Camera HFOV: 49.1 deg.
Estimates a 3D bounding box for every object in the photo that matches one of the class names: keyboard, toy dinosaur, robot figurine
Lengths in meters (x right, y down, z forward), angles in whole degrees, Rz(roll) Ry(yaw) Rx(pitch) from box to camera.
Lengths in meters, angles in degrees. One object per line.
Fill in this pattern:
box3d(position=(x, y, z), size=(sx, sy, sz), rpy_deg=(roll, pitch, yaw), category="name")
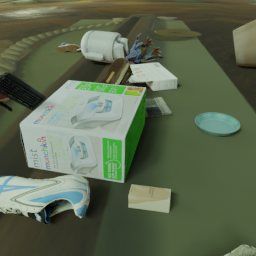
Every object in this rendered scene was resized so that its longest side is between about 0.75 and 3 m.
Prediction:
box3d(position=(-2.320, -0.625, 5.719), size=(0.794, 1.250, 0.129), rpy_deg=(-34, 64, 8), category="keyboard")
box3d(position=(0.496, -3.246, 12.990), size=(2.300, 1.331, 2.534), rpy_deg=(-36, 3, -25), category="toy dinosaur")
box3d(position=(-1.157, -3.766, 12.985), size=(2.414, 1.363, 2.047), rpy_deg=(12, 46, 20), category="robot figurine")

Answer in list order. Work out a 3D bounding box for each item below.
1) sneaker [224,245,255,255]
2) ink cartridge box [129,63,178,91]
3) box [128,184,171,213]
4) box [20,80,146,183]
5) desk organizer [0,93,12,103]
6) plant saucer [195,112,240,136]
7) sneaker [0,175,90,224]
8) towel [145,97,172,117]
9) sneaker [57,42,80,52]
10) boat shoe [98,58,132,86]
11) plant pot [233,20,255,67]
box3d(position=(0.492, 2.043, 3.007), size=(2.765, 1.225, 1.063), rpy_deg=(-19, 35, -29), category="sneaker")
box3d(position=(0.696, -1.988, 10.832), size=(1.794, 0.450, 2.067), rpy_deg=(-8, 31, -12), category="ink cartridge box")
box3d(position=(0.407, 1.311, 5.222), size=(0.762, 0.296, 0.362), rpy_deg=(4, 30, 8), category="box")
box3d(position=(-0.862, -0.064, 6.731), size=(2.234, 1.224, 2.532), rpy_deg=(8, 32, 11), category="box")
box3d(position=(-4.663, -1.429, 9.619), size=(1.748, 0.673, 0.627), rpy_deg=(23, 37, 34), category="desk organizer")
box3d(position=(2.447, -0.074, 7.725), size=(1.198, 0.215, 1.198), rpy_deg=(-1, 29, 0), category="plant saucer")
box3d(position=(-1.756, 1.274, 4.897), size=(2.176, 0.782, 0.789), rpy_deg=(-5, 53, 4), category="sneaker")
box3d(position=(0.736, -0.640, 8.806), size=(1.037, 0.186, 1.077), rpy_deg=(-7, 33, -6), category="towel")
box3d(position=(-3.106, -4.298, 14.880), size=(1.206, 0.423, 0.654), rpy_deg=(-3, 32, 1), category="sneaker")
box3d(position=(-0.523, -1.168, 8.587), size=(1.971, 0.729, 0.728), rpy_deg=(-51, 50, -3), category="boat shoe")
box3d(position=(5.815, -3.676, 12.087), size=(2.290, 2.639, 2.639), rpy_deg=(-7, 26, 23), category="plant pot")
